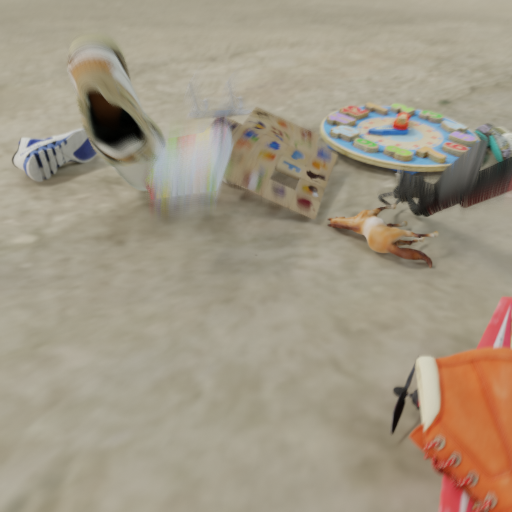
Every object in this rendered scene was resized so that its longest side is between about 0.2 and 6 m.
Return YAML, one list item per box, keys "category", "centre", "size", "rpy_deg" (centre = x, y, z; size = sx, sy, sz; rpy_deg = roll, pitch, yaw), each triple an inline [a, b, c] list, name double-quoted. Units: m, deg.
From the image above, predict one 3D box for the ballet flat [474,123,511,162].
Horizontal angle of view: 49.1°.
- category: "ballet flat"
  centre: [5.371, -2.565, 12.392]
  size: [0.604, 0.604, 1.678]
  rpy_deg: [0, 30, -1]

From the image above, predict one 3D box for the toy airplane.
- category: "toy airplane"
  centre: [2.803, 1.728, 5.269]
  size: [3.071, 0.565, 3.071]
  rpy_deg: [-7, 44, 7]

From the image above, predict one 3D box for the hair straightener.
- category: "hair straightener"
  centre: [2.684, -1.152, 8.603]
  size: [1.182, 0.629, 3.073]
  rpy_deg: [20, -5, -7]

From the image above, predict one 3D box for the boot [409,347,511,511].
- category: "boot"
  centre: [1.934, 1.845, 4.600]
  size: [1.268, 0.887, 2.365]
  rpy_deg: [-1, 51, 7]

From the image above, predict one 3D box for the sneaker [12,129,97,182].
- category: "sneaker"
  centre: [-4.356, -2.255, 11.783]
  size: [1.092, 0.764, 1.891]
  rpy_deg: [20, 38, 26]

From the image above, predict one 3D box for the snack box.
- category: "snack box"
  centre: [-0.980, -1.401, 8.420]
  size: [1.012, 0.377, 1.424]
  rpy_deg: [-7, 35, 14]

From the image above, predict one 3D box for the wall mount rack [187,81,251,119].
- category: "wall mount rack"
  centre: [-0.749, -2.911, 10.569]
  size: [1.256, 0.468, 1.092]
  rpy_deg: [-1, 1, 11]

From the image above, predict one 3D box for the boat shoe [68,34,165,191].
- category: "boat shoe"
  centre: [-2.314, -2.038, 9.455]
  size: [1.198, 3.206, 1.097]
  rpy_deg: [-11, 57, 6]

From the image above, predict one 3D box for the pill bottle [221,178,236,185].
- category: "pill bottle"
  centre: [-0.341, -1.659, 10.980]
  size: [1.000, 0.554, 0.554]
  rpy_deg: [13, 34, 25]

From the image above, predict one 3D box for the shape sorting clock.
- category: "shape sorting clock"
  centre: [3.267, -2.795, 12.726]
  size: [3.614, 0.709, 3.614]
  rpy_deg: [0, 31, 0]

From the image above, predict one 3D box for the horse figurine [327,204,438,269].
- category: "horse figurine"
  centre: [2.076, -0.385, 8.994]
  size: [1.209, 0.455, 1.824]
  rpy_deg: [-9, 31, -18]

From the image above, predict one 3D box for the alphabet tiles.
- category: "alphabet tiles"
  centre: [0.261, -2.007, 10.793]
  size: [2.526, 0.114, 3.022]
  rpy_deg: [24, 38, 1]
